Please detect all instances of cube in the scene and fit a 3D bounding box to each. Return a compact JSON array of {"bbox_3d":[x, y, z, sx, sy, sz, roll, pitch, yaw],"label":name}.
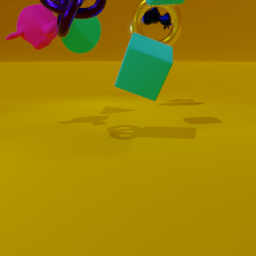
[{"bbox_3d":[0.397,-1.502,6.846,1.073,1.073,1.073,19,36,-5],"label":"cube"}]

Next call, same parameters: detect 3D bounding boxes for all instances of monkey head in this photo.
[{"bbox_3d":[-2.419,-2.829,7.579,1.070,1.776,1.278,42,-10,-19],"label":"monkey head"}]

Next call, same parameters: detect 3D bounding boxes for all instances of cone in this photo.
[{"bbox_3d":[-1.866,-3.430,9.516,1.415,1.415,1.421,-10,34,-32],"label":"cone"}]

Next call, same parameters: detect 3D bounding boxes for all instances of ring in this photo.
[{"bbox_3d":[1.077,-3.908,10.551,1.993,1.993,0.399,-2,17,-6],"label":"ring"}]

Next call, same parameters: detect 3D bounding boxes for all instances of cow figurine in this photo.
[{"bbox_3d":[1.128,-4.379,11.254,1.175,1.156,0.645,-33,-7,-20],"label":"cow figurine"}]

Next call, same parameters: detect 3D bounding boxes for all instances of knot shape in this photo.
[{"bbox_3d":[-1.138,-2.755,6.088,1.398,1.494,0.690,-28,-32,8],"label":"knot shape"}]

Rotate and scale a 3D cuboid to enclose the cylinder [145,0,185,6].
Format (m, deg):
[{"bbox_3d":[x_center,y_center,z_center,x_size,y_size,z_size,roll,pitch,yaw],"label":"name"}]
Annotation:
[{"bbox_3d":[0.944,-3.610,7.078,0.916,0.916,0.916,-7,16,-10],"label":"cylinder"}]
